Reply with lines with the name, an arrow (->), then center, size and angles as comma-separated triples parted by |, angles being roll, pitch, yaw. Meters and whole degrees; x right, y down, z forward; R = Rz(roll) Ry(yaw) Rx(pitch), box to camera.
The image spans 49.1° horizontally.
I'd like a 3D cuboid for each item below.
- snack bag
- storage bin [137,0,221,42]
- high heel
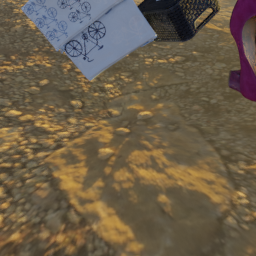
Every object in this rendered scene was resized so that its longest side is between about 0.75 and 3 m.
snack bag -> -1.016, -2.816, 7.516 | 2.620, 2.778, 0.297 | -28, 28, 24
storage bin -> 1.358, -3.534, 8.434 | 1.567, 1.087, 2.318 | -46, 33, -9
high heel -> 2.742, -1.725, 5.854 | 0.792, 2.348, 1.129 | -18, 31, -17
